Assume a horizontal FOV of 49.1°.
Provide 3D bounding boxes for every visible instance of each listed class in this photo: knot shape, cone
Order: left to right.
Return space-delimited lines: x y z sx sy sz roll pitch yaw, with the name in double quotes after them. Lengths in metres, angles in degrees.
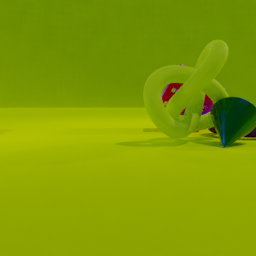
1.244 -0.530 5.319 0.917 1.984 1.857 37 -13 39 "knot shape"
1.730 0.053 4.777 0.852 0.852 0.855 3 39 32 "cone"

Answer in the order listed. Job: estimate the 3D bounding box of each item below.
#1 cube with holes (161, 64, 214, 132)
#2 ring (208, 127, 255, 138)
1.612 -0.825 7.672 1.262 1.262 1.262 30 9 1 "cube with holes"
2.597 -0.050 6.280 1.607 0.321 1.607 0 8 0 "ring"
